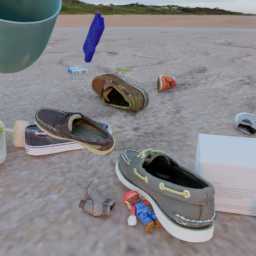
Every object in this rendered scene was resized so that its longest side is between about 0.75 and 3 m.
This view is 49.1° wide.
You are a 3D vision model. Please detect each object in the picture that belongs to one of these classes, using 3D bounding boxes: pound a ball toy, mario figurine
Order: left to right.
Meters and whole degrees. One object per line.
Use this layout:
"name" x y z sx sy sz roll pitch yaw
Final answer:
"pound a ball toy" -3.943 0.465 6.446 2.962 1.258 1.931 -3 -1 -7
"mario figurine" 0.202 1.482 4.989 0.538 0.462 0.872 34 5 -47

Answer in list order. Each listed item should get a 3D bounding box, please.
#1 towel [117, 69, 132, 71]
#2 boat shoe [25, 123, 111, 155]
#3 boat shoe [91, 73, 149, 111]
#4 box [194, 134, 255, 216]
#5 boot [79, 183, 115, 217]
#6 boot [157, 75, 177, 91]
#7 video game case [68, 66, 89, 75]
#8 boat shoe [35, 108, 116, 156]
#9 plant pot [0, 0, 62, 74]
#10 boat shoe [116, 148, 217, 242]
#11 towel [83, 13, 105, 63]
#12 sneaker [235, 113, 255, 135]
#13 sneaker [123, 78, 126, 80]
"towel" -0.194 -3.316 15.899 0.836 0.076 0.360 2 25 4
"boat shoe" -1.503 0.051 7.389 2.391 0.810 0.858 -10 26 -29
"boat shoe" -0.557 -1.376 10.400 0.960 1.016 2.824 -21 31 -41
"box" 1.909 0.842 5.390 1.220 1.050 1.226 5 25 11
"boot" -0.537 1.352 5.272 0.602 0.289 0.824 10 26 7
"boot" 1.716 -2.002 12.373 0.876 0.613 1.633 9 24 7
"video game case" -2.751 -3.180 15.409 0.899 0.225 0.992 -11 26 -25
"boat shoe" -0.934 -0.053 4.877 1.582 0.513 0.579 20 58 10
"plant pot" -3.521 -2.936 7.926 2.827 2.269 2.827 14 49 -17
"boat shoe" 0.587 0.887 5.251 1.028 0.860 2.876 -1 17 -25
"towel" -0.722 -1.920 6.021 0.224 0.904 0.667 10 43 -26
"sneaker" 3.884 -0.055 8.152 1.495 0.561 0.863 0 27 27
"sneaker" -0.442 -1.696 11.707 0.808 0.593 1.786 -3 21 0
